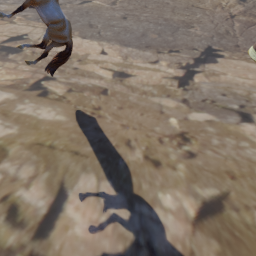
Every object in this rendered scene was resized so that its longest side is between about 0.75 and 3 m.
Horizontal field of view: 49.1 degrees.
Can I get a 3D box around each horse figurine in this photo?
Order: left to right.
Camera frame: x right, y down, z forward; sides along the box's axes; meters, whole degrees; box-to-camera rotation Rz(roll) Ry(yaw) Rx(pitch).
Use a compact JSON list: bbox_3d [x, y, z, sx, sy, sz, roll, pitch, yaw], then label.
[{"bbox_3d":[-1.986,-2.516,6.528,1.664,2.511,0.627,-27,15,-8],"label":"horse figurine"}]

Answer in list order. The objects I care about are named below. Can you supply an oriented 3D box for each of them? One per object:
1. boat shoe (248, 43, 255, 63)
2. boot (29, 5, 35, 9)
[{"bbox_3d":[2.828,-1.181,5.170,0.533,0.472,1.457,-13,53,-29],"label":"boat shoe"},{"bbox_3d":[-2.954,-4.275,8.463,0.592,1.232,1.685,-6,21,-8],"label":"boot"}]
